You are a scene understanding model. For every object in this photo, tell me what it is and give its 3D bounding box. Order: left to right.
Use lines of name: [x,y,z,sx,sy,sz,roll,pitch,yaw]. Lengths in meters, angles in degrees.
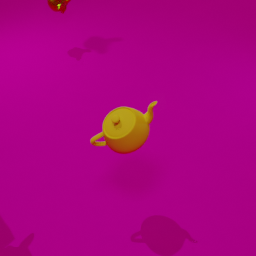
monkey head: [-2.455,-4.554,10.003,0.830,0.695,1.154,-41,64,18]
teapot: [-0.037,-0.025,4.594,1.291,0.632,0.803,-28,53,10]
